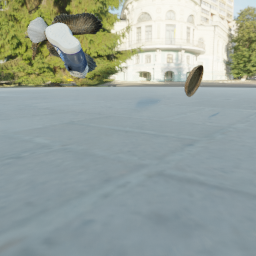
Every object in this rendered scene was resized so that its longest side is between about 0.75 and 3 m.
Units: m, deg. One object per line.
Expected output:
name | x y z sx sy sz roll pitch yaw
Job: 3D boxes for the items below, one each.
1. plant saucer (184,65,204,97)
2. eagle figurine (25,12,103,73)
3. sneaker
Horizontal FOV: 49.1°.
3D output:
plant saucer | 1.557 -1.122 6.625 0.118 0.803 0.803 29 24 28
eagle figurine | -2.240 -3.217 10.062 2.425 1.830 1.840 14 -32 3
sneaker | -1.975 -2.431 9.238 0.801 1.456 1.989 -30 51 -16
